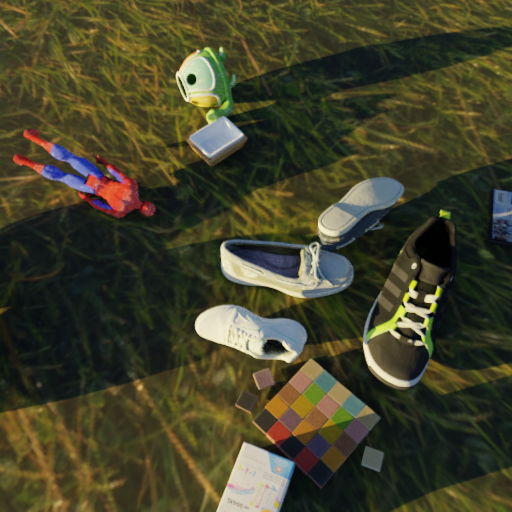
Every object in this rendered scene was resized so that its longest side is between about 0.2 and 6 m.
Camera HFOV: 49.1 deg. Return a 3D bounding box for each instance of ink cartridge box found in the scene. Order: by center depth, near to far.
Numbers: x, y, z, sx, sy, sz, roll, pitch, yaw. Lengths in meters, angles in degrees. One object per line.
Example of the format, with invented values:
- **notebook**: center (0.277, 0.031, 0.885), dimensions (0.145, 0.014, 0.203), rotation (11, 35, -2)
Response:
- **ink cartridge box**: center (-0.041, 3.911, 8.997), dimensions (0.903, 0.880, 1.405), rotation (19, 62, 10)

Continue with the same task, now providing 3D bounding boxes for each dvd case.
- **dvd case**: center (5.974, -0.683, 12.003), dimensions (1.932, 0.170, 1.378), rotation (11, 62, 6)

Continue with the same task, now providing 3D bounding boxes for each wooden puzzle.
- **wooden puzzle**: center (1.047, 2.911, 9.959), dimensions (2.719, 0.191, 1.612), rotation (40, 68, 21)

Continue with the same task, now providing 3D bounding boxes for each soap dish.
- **soap dish**: center (-0.903, -2.625, 12.930), dimensions (1.128, 0.458, 0.888), rotation (-37, 67, -18)

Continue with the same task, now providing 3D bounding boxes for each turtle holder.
- **turtle holder**: center (-1.186, -4.053, 13.418), dimensions (1.171, 1.648, 1.252), rotation (-24, 30, -14)

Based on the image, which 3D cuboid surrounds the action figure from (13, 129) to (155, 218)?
- **action figure**: center (-3.574, -1.660, 12.086), dimensions (3.124, 0.808, 1.022), rotation (28, 94, 3)

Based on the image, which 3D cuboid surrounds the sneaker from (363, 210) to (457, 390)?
- **sneaker**: center (2.945, 0.657, 10.481), dimensions (1.289, 1.488, 3.594), rotation (17, 62, 10)

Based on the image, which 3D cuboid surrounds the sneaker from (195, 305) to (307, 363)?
- **sneaker**: center (-0.130, 1.442, 10.309), dimensions (2.102, 0.739, 0.842), rotation (8, 21, 7)

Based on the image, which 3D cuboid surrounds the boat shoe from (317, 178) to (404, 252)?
- **boat shoe**: center (2.204, -0.861, 11.734), dimensions (0.898, 0.741, 2.398), rotation (33, 54, 28)

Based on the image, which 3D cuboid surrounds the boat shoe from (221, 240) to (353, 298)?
- **boat shoe**: center (0.614, 0.166, 11.119), dimensions (2.674, 0.857, 0.985), rotation (9, 61, 5)
